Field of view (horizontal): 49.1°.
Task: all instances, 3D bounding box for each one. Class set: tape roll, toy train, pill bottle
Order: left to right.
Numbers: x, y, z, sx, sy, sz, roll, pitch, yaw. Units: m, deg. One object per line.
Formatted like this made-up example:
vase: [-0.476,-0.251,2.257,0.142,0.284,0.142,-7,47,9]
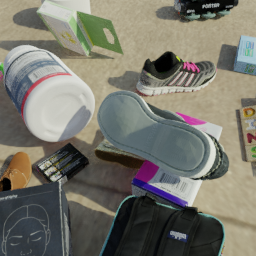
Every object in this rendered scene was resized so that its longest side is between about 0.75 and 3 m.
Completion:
pill bottle: [-2.180,-1.048,7.156,1.663,1.663,2.780,-25,44,-22]
tape roll: [-2.395,-4.724,10.926,1.854,1.273,1.854,0,47,0]
toy train: [3.180,-5.170,11.587,2.553,1.088,1.455,-9,35,-6]

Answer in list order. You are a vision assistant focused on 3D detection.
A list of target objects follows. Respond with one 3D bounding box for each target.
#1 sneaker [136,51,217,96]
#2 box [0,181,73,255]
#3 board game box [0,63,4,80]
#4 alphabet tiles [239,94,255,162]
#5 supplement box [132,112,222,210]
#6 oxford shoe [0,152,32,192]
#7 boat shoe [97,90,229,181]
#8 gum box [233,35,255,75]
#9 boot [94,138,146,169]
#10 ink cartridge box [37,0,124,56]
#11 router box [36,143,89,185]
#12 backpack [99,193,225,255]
sneaker: [1.499,-1.709,8.213,2.555,1.118,0.943,-11,48,-10]
box: [-1.895,2.069,4.664,1.844,1.143,1.813,-9,48,-8]
board game box: [-4.691,-1.350,8.398,1.357,0.358,1.773,3,47,3]
alphabet tiles: [4.002,-0.065,6.770,2.309,0.088,2.775,-10,43,23]
supplement box: [1.050,0.820,5.863,1.086,1.109,2.147,22,52,21]
oxford shoe: [-2.465,1.057,6.038,0.555,0.554,1.555,-2,45,0]
boat shoe: [0.477,0.137,5.216,2.941,0.887,1.112,37,99,45]
gum box: [4.612,-2.305,9.239,1.978,0.441,1.681,15,49,13]
boot: [-0.020,0.399,6.704,1.309,0.472,1.013,13,48,14]
ink cartridge box: [-1.457,-2.990,8.953,2.433,1.771,0.583,26,78,19]
router box: [-1.492,0.846,6.425,0.969,0.247,0.723,-36,56,-29]
backpack: [0.388,2.271,4.185,1.787,1.558,2.032,14,38,15]
